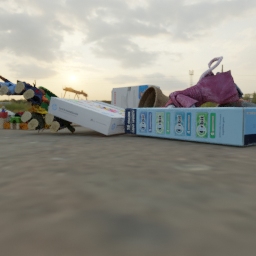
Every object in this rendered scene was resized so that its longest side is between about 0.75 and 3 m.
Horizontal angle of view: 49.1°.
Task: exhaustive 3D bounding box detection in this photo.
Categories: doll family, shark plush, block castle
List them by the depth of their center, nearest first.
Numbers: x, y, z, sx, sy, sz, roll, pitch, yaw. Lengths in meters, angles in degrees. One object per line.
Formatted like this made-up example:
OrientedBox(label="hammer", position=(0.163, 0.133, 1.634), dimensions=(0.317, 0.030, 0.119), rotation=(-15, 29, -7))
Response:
OrientedBox(label="doll family", position=(-2.440, -0.630, 7.368), dimensions=(0.950, 2.420, 1.399), rotation=(-38, 2, 11))
OrientedBox(label="block castle", position=(-3.423, -0.373, 9.494), dimensions=(1.703, 0.799, 1.138), rotation=(2, 3, 30))
OrientedBox(label="shark plush", position=(-4.345, -0.485, 10.082), dimensions=(1.936, 0.879, 0.806), rotation=(-8, -10, 14))

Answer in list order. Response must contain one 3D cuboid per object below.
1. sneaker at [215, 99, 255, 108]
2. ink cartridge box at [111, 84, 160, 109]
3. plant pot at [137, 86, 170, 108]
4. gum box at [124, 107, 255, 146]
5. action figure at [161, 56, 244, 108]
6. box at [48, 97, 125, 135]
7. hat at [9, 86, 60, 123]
OrientedBox(label="sneaker", position=(4.447, -0.480, 9.994), dimensions=(2.725, 1.050, 1.116), rotation=(-1, 10, -5))
OrientedBox(label="ink cartridge box", position=(0.388, -1.314, 15.632), dimensions=(2.706, 1.982, 1.162), rotation=(3, 4, 44))
OrientedBox(label="plant pot", position=(1.570, -0.950, 13.676), dimensions=(1.624, 1.862, 1.862), rotation=(17, -3, -22))
OrientedBox(label="gum box", position=(1.808, -0.132, 6.227), dimensions=(2.515, 0.659, 2.960), rotation=(-3, 4, -39))
OrientedBox(label="action figure", position=(2.394, -1.183, 9.824), dimensions=(2.925, 2.178, 1.959), rotation=(-17, 5, -3))
OrientedBox(label="box", position=(-0.676, -0.337, 7.512), dimensions=(1.805, 0.477, 2.315), rotation=(19, 11, 24))
OrientedBox(label="hat", position=(-3.559, -0.219, 11.521), dimensions=(2.656, 2.338, 2.200), rotation=(41, 3, -9))
